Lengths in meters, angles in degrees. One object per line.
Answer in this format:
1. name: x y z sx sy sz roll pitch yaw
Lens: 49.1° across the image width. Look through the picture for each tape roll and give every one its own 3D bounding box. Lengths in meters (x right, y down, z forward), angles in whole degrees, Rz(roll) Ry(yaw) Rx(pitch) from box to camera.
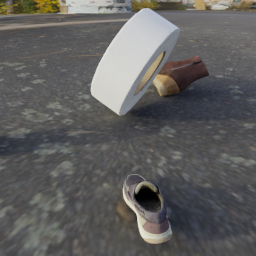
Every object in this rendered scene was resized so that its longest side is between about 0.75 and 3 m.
1. tape roll: 0.222 -1.831 8.164 1.053 3.012 3.012 36 34 5

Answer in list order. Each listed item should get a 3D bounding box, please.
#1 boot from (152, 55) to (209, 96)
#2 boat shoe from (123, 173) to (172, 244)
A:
1. boot: 1.799 -2.271 10.769 1.937 0.842 2.328 -25 48 5
2. boat shoe: 0.310 1.195 4.872 0.647 0.583 1.800 -3 19 -9
